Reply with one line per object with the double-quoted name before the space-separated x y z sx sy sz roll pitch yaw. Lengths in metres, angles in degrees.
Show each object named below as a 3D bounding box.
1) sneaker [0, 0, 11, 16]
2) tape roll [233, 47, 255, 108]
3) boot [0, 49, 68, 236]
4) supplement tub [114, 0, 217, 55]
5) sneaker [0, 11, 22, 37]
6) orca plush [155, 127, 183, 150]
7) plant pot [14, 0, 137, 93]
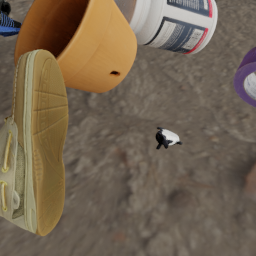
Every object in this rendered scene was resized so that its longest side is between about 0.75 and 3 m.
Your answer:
"sneaker" -3.562 -3.341 7.515 0.757 0.548 1.550 -19 69 -6
"tape roll" 3.123 -1.073 6.113 1.453 1.453 0.617 27 64 19
"boot" -2.014 0.164 4.275 2.084 2.681 0.976 6 12 17
"supplement tub" 0.980 -3.044 7.625 2.467 1.731 1.731 4 48 -27
"sneaker" -2.892 -2.430 6.377 0.535 0.595 1.527 -11 14 17
"orca plush" 0.748 0.311 5.614 0.605 1.151 0.409 31 101 3
"plant pot" -0.976 -1.824 5.940 2.454 1.718 2.454 -18 61 35
